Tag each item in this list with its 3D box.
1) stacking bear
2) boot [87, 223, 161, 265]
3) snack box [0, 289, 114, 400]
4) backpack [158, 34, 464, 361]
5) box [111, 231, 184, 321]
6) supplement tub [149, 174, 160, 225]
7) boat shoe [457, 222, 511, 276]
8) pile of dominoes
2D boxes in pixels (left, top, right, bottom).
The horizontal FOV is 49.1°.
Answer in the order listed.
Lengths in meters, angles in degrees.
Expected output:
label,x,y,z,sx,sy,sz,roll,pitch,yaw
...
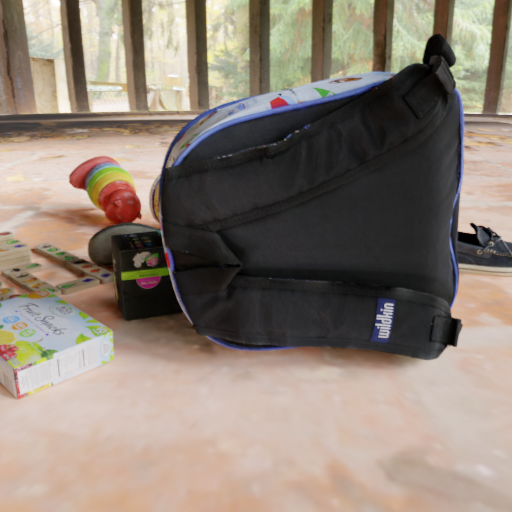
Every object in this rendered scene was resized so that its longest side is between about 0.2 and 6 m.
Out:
label,x,y,z,sx,sy,sz,roll,pitch,yaw
stacking bear,-3.269,-1.400,12.817,1.172,1.251,2.061,-46,45,0
boot,-1.857,0.007,9.464,2.151,0.728,1.405,-4,26,-4
snack box,-2.683,0.983,6.762,1.687,0.447,1.199,20,27,40
backpack,0.531,-0.551,6.996,3.514,3.689,2.842,-11,17,-13
box,-1.313,0.223,8.138,1.419,1.054,0.882,-7,20,-21
supplement tub,-1.187,-1.067,11.550,1.827,1.328,1.328,15,24,40
boat shoe,3.906,-0.151,9.726,2.517,0.783,0.939,4,17,7
pile of dominoes,-3.997,0.129,9.403,2.169,0.443,2.783,-17,25,-42
